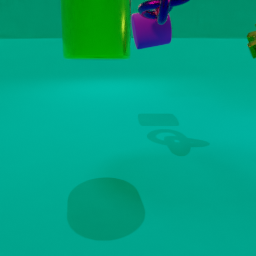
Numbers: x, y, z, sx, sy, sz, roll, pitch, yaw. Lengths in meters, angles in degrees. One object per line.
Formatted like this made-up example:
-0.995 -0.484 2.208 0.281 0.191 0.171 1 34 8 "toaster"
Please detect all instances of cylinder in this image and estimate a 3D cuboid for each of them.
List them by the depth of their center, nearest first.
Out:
-0.600 -1.975 5.330 1.304 1.304 1.304 0 13 0 "cylinder"
0.811 -3.473 9.845 1.206 1.206 1.206 -11 20 -1 "cylinder"

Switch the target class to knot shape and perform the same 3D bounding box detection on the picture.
1.073 -3.605 8.020 1.716 0.793 1.606 -31 23 26 "knot shape"

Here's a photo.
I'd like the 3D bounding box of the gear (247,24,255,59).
3.873 -2.282 6.568 1.984 0.367 1.984 -26 34 19 "gear"
